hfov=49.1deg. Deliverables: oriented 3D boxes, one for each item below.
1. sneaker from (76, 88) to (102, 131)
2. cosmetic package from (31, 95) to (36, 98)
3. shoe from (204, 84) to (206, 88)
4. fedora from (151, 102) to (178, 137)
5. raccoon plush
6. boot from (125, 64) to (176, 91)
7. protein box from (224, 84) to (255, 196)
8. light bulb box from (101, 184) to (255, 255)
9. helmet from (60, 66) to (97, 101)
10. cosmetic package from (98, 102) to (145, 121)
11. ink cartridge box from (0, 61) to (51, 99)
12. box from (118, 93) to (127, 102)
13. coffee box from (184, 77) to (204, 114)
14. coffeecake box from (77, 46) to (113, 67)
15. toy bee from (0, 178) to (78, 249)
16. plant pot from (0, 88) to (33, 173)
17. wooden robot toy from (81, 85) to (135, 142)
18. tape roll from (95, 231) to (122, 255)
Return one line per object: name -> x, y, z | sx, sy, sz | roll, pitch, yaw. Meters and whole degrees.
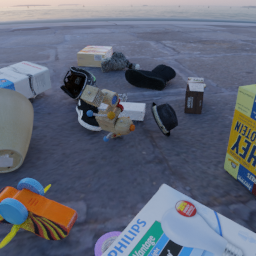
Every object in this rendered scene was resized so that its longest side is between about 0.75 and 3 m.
sneaker -> -1.554, -0.929, 11.458 | 0.862, 1.320, 2.359 | 5, 25, -28
cosmetic package -> -4.996, -1.884, 14.561 | 0.497, 0.349, 0.980 | 0, 28, 0
shoe -> 3.980, -2.343, 15.539 | 0.947, 0.253, 0.331 | -16, 32, -28
fedora -> 1.446, -0.423, 10.518 | 0.666, 1.458, 1.458 | -24, 22, 19
raccoon plush -> -0.614, -4.138, 18.177 | 2.402, 1.162, 1.609 | 13, 38, 23
boot -> 1.321, -3.037, 16.060 | 2.491, 0.951, 2.093 | 18, 35, 18
protein box -> 4.608, 0.249, 7.824 | 2.821, 2.801, 1.903 | -10, 29, -19
light bulb box -> 0.937, 2.472, 4.870 | 2.179, 1.360, 2.160 | 25, 36, 24
helmet -> -2.270, -2.058, 13.564 | 1.604, 1.682, 1.682 | 32, 32, 1
cosmetic package -> -0.276, -0.751, 12.217 | 1.997, 0.506, 0.824 | 5, 28, 9
ink cartridge box -> -5.418, -2.191, 13.580 | 1.948, 1.124, 2.686 | 21, 38, 28
box -> -0.726, -1.290, 13.402 | 1.149, 0.363, 1.458 | 5, 28, 9
coffee box -> 3.098, -1.550, 13.100 | 0.782, 1.107, 1.959 | 5, 27, 12
coffeecake box -> -2.337, -5.221, 20.301 | 1.961, 0.933, 2.554 | 5, 28, 9
toy bee -> -2.579, 1.831, 6.657 | 2.751, 1.495, 1.801 | 42, 38, 17
plant pot -> -4.038, 0.253, 9.025 | 2.136, 2.136, 2.280 | -10, 46, -18
wooden robot toy -> -0.317, -0.383, 9.399 | 1.349, 2.972, 1.309 | 21, 65, 29
tape roll -> -0.263, 2.648, 5.970 | 0.878, 0.288, 0.878 | -1, 28, 0
